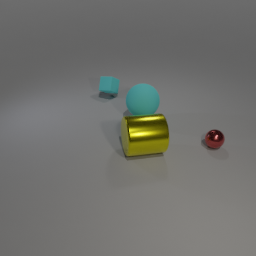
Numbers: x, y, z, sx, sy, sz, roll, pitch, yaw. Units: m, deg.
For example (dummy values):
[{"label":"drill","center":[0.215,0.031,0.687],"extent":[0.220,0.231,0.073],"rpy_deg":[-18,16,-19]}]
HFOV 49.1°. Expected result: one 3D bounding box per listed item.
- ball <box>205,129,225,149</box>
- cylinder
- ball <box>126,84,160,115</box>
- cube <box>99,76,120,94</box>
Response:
[{"label":"ball","center":[3.158,0.398,10.204],"extent":[0.700,0.700,0.700],"rpy_deg":[0,32,0]},{"label":"cylinder","center":[0.560,0.231,9.798],"extent":[1.400,1.400,1.400],"rpy_deg":[-5,32,-11]},{"label":"ball","center":[0.605,-1.123,11.540],"extent":[1.400,1.400,1.400],"rpy_deg":[0,32,0]},{"label":"cube","center":[-0.920,-2.109,13.764],"extent":[0.700,0.700,0.700],"rpy_deg":[7,-1,32]}]
